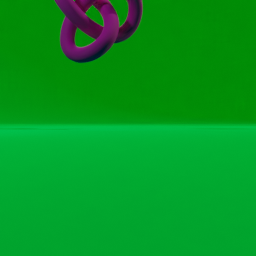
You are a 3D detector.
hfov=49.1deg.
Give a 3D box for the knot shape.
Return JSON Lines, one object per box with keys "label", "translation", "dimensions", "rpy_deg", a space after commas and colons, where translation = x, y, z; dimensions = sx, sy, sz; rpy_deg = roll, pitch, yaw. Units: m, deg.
{"label": "knot shape", "translation": [-0.733, -2.236, 5.261], "dimensions": [1.820, 1.703, 0.841], "rpy_deg": [-45, 6, -15]}
